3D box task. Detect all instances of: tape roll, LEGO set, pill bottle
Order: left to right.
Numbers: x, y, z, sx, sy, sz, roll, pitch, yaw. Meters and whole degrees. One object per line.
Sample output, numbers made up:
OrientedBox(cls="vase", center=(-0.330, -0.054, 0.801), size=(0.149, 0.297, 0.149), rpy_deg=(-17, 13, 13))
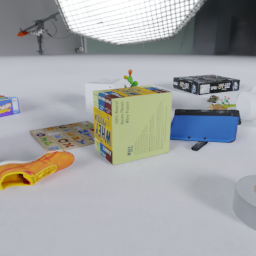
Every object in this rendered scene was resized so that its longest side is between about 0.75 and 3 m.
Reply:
OrientedBox(cls="LEGO set", center=(4.611, -1.078, 11.283), size=(2.512, 0.935, 1.156), rpy_deg=(7, 20, 20))
OrientedBox(cls="tape roll", center=(2.567, 1.324, 4.924), size=(1.346, 0.445, 1.346), rpy_deg=(1, 19, 0))
OrientedBox(cls="pill bottle", center=(5.209, -0.793, 9.526), size=(2.752, 1.525, 1.525), rpy_deg=(-3, 19, -6))

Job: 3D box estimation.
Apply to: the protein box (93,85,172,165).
OrientedBox(cls="protein box", center=(0.099, -0.151, 7.341), size=(1.703, 1.690, 1.149), rpy_deg=(-10, 21, -27))

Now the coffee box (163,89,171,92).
OrientedBox(cls="coffee box", center=(1.450, -1.241, 11.851), size=(0.284, 0.793, 1.290), rpy_deg=(7, 11, -12))

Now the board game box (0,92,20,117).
OrientedBox(cls="board game box", center=(-6.073, -0.982, 11.434), size=(2.952, 0.661, 1.984), rpy_deg=(16, 25, 40))

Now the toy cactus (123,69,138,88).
OrientedBox(cls="toy cactus", center=(0.297, -1.918, 13.696), size=(2.231, 1.141, 1.841), rpy_deg=(22, 37, 1))

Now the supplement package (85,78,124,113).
OrientedBox(cls="supplement package", center=(-0.929, -1.392, 11.762), size=(1.208, 1.216, 1.603), rpy_deg=(5, 19, 14))

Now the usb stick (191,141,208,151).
OrientedBox(cls="usb stick", center=(2.050, 0.469, 7.960), size=(0.231, 0.136, 0.834), rpy_deg=(12, 23, 34))

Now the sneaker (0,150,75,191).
OrientedBox(cls="sneaker", center=(-1.952, 0.952, 6.053), size=(1.720, 0.628, 0.663), rpy_deg=(-16, 42, -25))

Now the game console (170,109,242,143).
OrientedBox(cls="game console", center=(2.436, 0.045, 8.819), size=(1.992, 1.179, 1.700), rpy_deg=(3, -14, 27))

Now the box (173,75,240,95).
OrientedBox(cls="box", center=(4.452, -2.540, 16.077), size=(2.952, 0.643, 2.365), rpy_deg=(-9, 21, -25))

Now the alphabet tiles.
OrientedBox(cls="alphabet tiles", center=(-1.610, 0.175, 8.896), size=(2.489, 0.094, 2.081), rpy_deg=(-12, 22, -30))

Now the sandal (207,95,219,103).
OrientedBox(cls="sandal", center=(4.042, -1.423, 13.281), size=(0.444, 0.319, 1.119), rpy_deg=(9, 21, 26))
